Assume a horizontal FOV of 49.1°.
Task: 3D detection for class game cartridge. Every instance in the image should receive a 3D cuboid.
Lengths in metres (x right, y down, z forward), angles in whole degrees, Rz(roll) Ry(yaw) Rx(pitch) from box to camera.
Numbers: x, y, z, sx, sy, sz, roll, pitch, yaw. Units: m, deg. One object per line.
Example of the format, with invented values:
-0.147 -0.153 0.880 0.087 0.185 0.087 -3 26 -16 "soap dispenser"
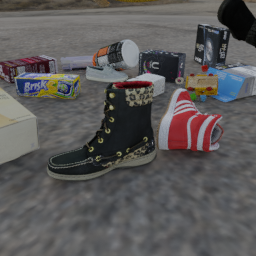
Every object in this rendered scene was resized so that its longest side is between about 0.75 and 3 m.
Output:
-2.240 -3.395 14.531 2.395 0.460 1.552 -6 31 -13 "game cartridge"

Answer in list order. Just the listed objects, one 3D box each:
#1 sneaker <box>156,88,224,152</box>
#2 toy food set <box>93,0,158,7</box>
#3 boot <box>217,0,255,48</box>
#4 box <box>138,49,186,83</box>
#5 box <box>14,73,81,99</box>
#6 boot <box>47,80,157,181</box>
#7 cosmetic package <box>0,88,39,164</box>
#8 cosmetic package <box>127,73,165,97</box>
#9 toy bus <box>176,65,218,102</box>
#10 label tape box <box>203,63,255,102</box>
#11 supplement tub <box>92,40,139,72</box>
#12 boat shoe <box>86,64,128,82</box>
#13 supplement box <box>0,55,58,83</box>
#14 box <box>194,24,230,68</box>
1.792 -0.248 7.503 1.527 0.967 2.715 5 34 19 "sneaker"
0.274 -3.400 6.210 2.593 0.847 1.525 3 10 20 "toy food set"
3.709 -2.963 8.196 2.199 0.827 1.644 14 26 -49 "boot"
1.495 -2.766 12.389 1.856 1.135 0.985 13 29 24 "box"
-2.993 -1.601 10.508 2.286 0.735 0.801 4 26 9 "box"
-0.530 0.013 5.933 2.496 1.885 0.901 -10 28 -19 "boot"
-3.591 -0.266 7.064 2.764 0.983 1.454 31 39 32 "cosmetic package"
0.505 -1.470 10.335 0.914 0.666 1.798 19 31 34 "cosmetic package"
2.697 -1.556 10.419 1.300 0.712 1.378 -36 58 0 "toy bus"
4.099 -1.858 10.940 2.550 0.807 1.839 -14 29 -26 "label tape box"
-0.591 -3.168 12.707 2.050 1.256 1.256 -2 19 43 "supplement tub"
-0.940 -2.414 12.196 1.905 0.678 0.664 6 28 13 "boat shoe"
-4.564 -2.730 12.793 2.363 0.719 1.286 -23 35 -40 "supplement box"
4.195 -4.133 14.236 0.532 1.958 2.444 -5 28 -12 "box"
